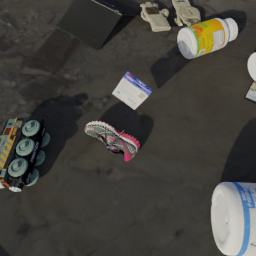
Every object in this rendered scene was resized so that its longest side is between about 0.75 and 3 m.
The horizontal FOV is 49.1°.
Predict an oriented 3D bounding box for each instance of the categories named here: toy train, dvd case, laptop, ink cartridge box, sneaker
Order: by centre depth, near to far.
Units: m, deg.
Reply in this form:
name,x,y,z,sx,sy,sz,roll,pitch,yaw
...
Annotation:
name,x,y,z,sx,sy,sz,roll,pitch,yaw
ink cartridge box,0.142,-1.196,8.897,0.961,1.610,0.338,35,70,-6
toy train,-3.542,0.786,9.098,1.488,1.112,2.611,-1,58,14
sneaker,-0.608,0.393,9.446,1.984,0.800,0.741,24,62,14
dvd case,5.186,-1.401,11.014,0.864,0.106,1.212,28,61,17
laptop,-1.337,-5.211,13.469,2.721,1.684,2.907,34,35,19

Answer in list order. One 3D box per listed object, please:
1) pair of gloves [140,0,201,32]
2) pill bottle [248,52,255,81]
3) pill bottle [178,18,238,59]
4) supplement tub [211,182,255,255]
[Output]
name,x,y,z,sx,sy,sz,roll,pitch,yaw
pair of gloves,2.032,-5.328,13.342,2.775,0.487,2.360,-13,53,-14
pill bottle,6.291,-2.785,11.003,2.887,1.619,1.619,-21,59,-14
pill bottle,3.416,-3.890,11.920,2.327,1.292,1.292,-22,60,-14
supplement tub,3.866,2.443,7.464,2.881,1.901,1.901,1,57,2
